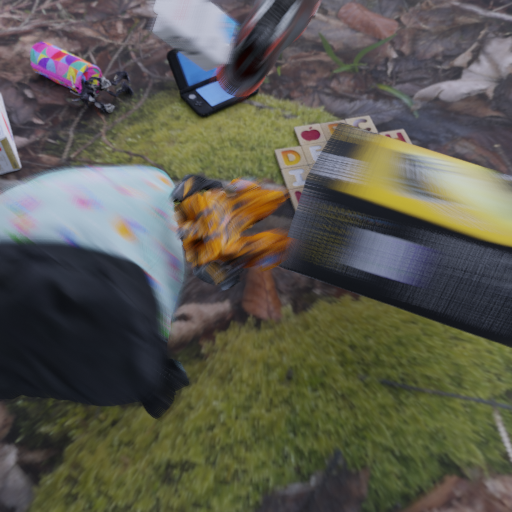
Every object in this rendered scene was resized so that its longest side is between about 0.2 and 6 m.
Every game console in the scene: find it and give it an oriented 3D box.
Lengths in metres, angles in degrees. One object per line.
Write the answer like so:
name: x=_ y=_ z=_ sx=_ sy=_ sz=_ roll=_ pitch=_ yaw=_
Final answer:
game console: x=-0.984 y=-4.264 z=13.093 sx=1.693 sy=0.986 sz=1.489 roll=-29 pitch=59 yaw=-19

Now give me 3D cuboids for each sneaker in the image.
sneaker: x=0.327 y=-4.122 z=10.016 sx=1.178 sy=3.058 sz=1.252 roll=27 pitch=23 yaw=-12

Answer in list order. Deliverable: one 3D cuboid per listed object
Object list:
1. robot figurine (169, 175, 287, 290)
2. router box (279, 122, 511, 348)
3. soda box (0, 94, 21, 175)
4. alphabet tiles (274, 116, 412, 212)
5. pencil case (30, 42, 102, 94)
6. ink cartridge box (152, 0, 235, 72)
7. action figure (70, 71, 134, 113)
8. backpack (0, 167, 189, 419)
robot figurine: x=-0.231 y=-0.351 z=6.677 sx=0.559 sy=1.922 sz=1.393 roll=-23 pitch=82 yaw=31
router box: x=2.332 y=-0.522 z=7.478 sx=3.305 sy=1.098 sz=4.204 roll=19 pitch=24 yaw=5
soda box: x=-5.925 y=-2.977 z=12.181 sx=0.888 sy=0.950 sz=2.788 roll=-19 pitch=56 yaw=-13
alphabet tiles: x=2.110 y=-1.613 z=11.710 sx=3.003 sy=0.114 sz=3.609 roll=-11 pitch=55 yaw=-7
pencil case: x=-4.542 y=-4.438 z=13.350 sx=1.886 sy=0.834 sz=0.834 roll=29 pitch=59 yaw=22
ink cartridge box: x=-1.014 y=-3.486 z=8.348 sx=0.458 sy=1.351 sz=0.783 roll=-2 pitch=69 yaw=45
action figure: x=-3.514 y=-3.788 z=12.890 sx=1.373 sy=0.816 sz=0.700 roll=-30 pitch=55 yaw=-26
backpack: x=-2.053 y=0.169 z=6.866 sx=2.948 sy=2.236 sz=3.532 roll=8 pitch=20 yaw=0
